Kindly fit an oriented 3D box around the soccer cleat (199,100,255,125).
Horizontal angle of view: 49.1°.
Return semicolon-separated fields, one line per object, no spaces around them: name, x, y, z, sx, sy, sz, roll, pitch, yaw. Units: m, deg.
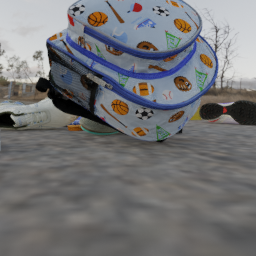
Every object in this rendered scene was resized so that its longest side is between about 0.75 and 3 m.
soccer cleat;4.228;-0.569;11.114;1.003;0.935;2.740;10;-3;-43

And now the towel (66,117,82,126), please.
towel;-0.962;-0.305;9.905;2.825;0.337;2.045;-1;5;33

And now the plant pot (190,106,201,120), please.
plant pot;3.110;-1.050;14.792;1.386;1.223;1.386;1;4;8

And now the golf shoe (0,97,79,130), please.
golf shoe;-2.777;-0.281;8.281;2.657;1.040;1.292;-5;21;7

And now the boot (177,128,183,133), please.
boot;0.887;0.012;7.324;0.873;0.286;0.719;10;12;43

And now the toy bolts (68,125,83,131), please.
toy bolts;-1.139;-0.319;8.104;1.069;0.776;1.119;-3;5;-36

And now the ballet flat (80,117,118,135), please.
ballet flat;-0.114;-0.431;7.602;0.968;0.915;2.872;34;22;32

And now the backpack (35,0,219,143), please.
backpack;0.237;-1.248;5.263;2.794;2.933;2.260;38;-29;7
